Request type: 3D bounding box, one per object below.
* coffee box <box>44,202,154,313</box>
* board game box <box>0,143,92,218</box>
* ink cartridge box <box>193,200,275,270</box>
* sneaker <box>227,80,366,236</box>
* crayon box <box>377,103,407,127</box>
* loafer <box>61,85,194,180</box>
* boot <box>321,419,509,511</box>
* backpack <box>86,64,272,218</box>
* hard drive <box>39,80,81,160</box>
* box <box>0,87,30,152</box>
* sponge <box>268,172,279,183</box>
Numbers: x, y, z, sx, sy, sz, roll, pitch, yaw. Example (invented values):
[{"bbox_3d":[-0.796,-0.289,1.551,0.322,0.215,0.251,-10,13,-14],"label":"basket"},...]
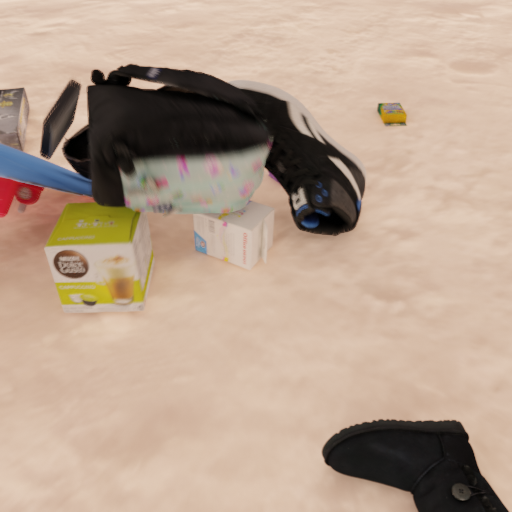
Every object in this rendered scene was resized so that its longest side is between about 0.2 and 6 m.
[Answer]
[{"bbox_3d":[-2.450,-0.007,9.051,1.327,1.314,1.329,-2,35,0],"label":"coffee box"},{"bbox_3d":[-4.759,-1.327,9.611,4.307,1.061,5.452,24,6,19],"label":"board game box"},{"bbox_3d":[-0.321,-0.448,10.016,1.371,0.881,0.859,20,41,22],"label":"ink cartridge box"},{"bbox_3d":[0.631,-1.630,10.032,3.449,1.260,1.930,29,45,-20],"label":"sneaker"},{"bbox_3d":[3.502,-3.643,14.393,0.581,0.238,0.923,-2,40,-2],"label":"crayon box"},{"bbox_3d":[-2.195,-2.344,10.557,3.314,1.210,1.182,-26,-1,11],"label":"loafer"},{"bbox_3d":[1.849,2.691,6.319,1.923,0.734,1.616,0,35,-10],"label":"boot"},{"bbox_3d":[-1.218,-1.743,9.013,2.853,1.806,2.381,-3,56,-17],"label":"backpack"},{"bbox_3d":[-3.050,-2.084,8.683,0.203,1.232,0.860,29,69,-15],"label":"hard drive"},{"bbox_3d":[-6.674,-3.207,13.552,2.052,0.626,2.592,-9,41,-10],"label":"box"},{"bbox_3d":[0.873,-1.861,12.294,1.091,0.163,0.609,-23,45,-26],"label":"sponge"}]
